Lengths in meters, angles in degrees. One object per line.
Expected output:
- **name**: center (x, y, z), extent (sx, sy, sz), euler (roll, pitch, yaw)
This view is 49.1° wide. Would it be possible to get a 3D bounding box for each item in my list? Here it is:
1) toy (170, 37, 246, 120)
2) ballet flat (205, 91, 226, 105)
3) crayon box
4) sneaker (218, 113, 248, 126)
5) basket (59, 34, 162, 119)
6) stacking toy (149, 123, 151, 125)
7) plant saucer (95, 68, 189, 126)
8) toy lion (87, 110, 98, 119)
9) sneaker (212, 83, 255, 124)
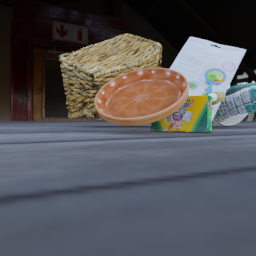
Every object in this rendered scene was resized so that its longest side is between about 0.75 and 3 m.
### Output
- **toy**: center (1.957, -1.278, 7.892), extent (1.719, 2.985, 0.705), euler (22, -32, 21)
- **ballet flat**: center (1.839, -0.668, 6.631), extent (0.893, 0.316, 0.316), euler (-14, -5, 26)
- **crayon box**: center (0.984, -0.254, 5.207), extent (1.099, 0.653, 0.320), euler (1, -1, 31)
- **sneaker**: center (3.504, -0.474, 9.626), extent (1.723, 0.635, 0.996), euler (-23, 1, -21)
- **basket**: center (-0.311, -1.378, 8.737), extent (2.100, 2.192, 2.942), euler (30, 46, 35)
- **stacking toy**: center (1.046, -0.453, 8.967), extent (2.023, 1.174, 1.110), euler (17, -12, 13)
- **plant saucer**: center (0.234, -0.551, 4.851), extent (1.626, 0.262, 1.626), euler (-10, 36, 7)
- **toy lion**: center (-1.560, -0.830, 10.837), extent (1.190, 0.408, 1.140), euler (22, -26, -17)
- **sneaker**: center (2.943, -0.775, 8.099), extent (2.333, 0.905, 1.064), euler (-8, 22, 42)
